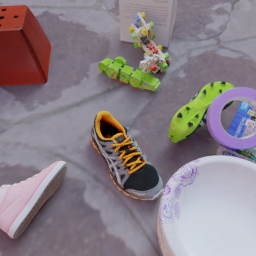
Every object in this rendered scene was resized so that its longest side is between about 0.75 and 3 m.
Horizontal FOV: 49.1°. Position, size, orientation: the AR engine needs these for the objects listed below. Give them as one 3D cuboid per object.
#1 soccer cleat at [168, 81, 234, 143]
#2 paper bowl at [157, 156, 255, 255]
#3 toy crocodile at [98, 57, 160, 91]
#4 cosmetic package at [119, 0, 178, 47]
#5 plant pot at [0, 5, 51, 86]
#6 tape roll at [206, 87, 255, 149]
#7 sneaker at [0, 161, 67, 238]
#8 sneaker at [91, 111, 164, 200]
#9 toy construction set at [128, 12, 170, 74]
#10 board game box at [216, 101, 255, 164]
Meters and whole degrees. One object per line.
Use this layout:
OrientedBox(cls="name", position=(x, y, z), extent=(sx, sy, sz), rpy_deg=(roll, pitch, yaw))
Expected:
OrientedBox(cls="soccer cleat", position=(2.197, -0.536, 8.413), extent=(2.723, 1.104, 0.919), rpy_deg=(-34, 72, -26))
OrientedBox(cls="paper bowl", position=(2.113, 2.210, 6.177), extent=(2.960, 1.539, 2.960), rpy_deg=(0, 53, 0))
OrientedBox(cls="toy crocodile", position=(0.007, -1.872, 9.901), extent=(2.364, 0.730, 0.798), rpy_deg=(24, 50, 11))
OrientedBox(cls="cosmetic package", position=(0.875, -4.897, 11.020), extent=(2.057, 2.495, 2.059), rpy_deg=(11, 53, 8))
OrientedBox(cls="plant pot", position=(-4.137, -3.008, 9.909), extent=(2.257, 1.991, 2.259), rpy_deg=(-5, 53, -3))
OrientedBox(cls="tape roll", position=(2.976, -0.253, 7.539), extent=(1.622, 0.532, 1.622), rpy_deg=(0, 88, 7))
OrientedBox(cls="sneaker", position=(-2.583, 1.538, 7.140), extent=(1.145, 0.824, 2.190), rpy_deg=(28, 61, 14))
OrientedBox(cls="sneaker", position=(-0.138, 0.709, 7.609), extent=(1.145, 1.130, 2.925), rpy_deg=(-32, 60, -24))
OrientedBox(cls="toy construction set", position=(0.806, -2.840, 10.016), extent=(1.095, 1.558, 2.376), rpy_deg=(-17, 59, 8))
OrientedBox(cls="board game box", position=(4.253, 0.306, 8.291), extent=(2.469, 0.509, 2.475), rpy_deg=(25, 57, 18))
